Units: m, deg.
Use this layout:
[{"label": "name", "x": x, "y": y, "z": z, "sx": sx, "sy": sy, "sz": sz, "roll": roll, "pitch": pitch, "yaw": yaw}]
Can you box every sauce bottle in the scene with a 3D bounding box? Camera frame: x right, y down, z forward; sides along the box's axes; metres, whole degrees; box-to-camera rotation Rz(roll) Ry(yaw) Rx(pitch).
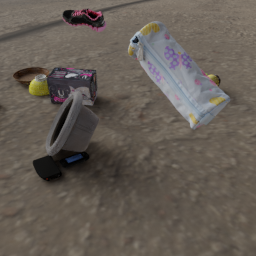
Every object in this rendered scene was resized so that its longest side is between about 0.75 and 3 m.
[{"label": "sauce bottle", "x": 3.487, "y": -1.936, "z": 13.263, "sx": 2.316, "sy": 0.749, "sz": 0.749, "roll": -26, "pitch": 42, "yaw": -36}]

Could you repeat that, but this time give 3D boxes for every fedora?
[{"label": "fedora", "x": -1.796, "y": 0.005, "z": 9.541, "sx": 1.190, "sy": 2.331, "sz": 2.636, "roll": 26, "pitch": -17, "yaw": -21}]

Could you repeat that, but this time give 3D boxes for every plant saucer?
[{"label": "plant saucer", "x": -5.102, "y": -2.739, "z": 14.857, "sx": 1.880, "sy": 0.344, "sz": 1.880, "roll": 0, "pitch": 34, "yaw": 0}]

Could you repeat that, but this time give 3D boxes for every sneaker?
[{"label": "sneaker", "x": -1.321, "y": -3.348, "z": 8.336, "sx": 1.378, "sy": 0.657, "sz": 0.544, "roll": 13, "pitch": 73, "yaw": 4}]

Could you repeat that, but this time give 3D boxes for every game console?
[{"label": "game console", "x": -2.139, "y": 1.115, "z": 9.160, "sx": 1.742, "sy": 0.210, "sz": 1.028, "roll": -19, "pitch": 38, "yaw": -27}]

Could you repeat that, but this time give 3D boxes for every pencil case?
[{"label": "pencil case", "x": 1.267, "y": -1.374, "z": 7.264, "sx": 2.945, "sy": 1.224, "sz": 1.336, "roll": 51, "pitch": 15, "yaw": 10}]

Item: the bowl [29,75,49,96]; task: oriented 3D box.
[{"label": "bowl", "x": -4.214, "y": -2.178, "z": 13.687, "sx": 1.306, "sy": 0.703, "sz": 1.306, "roll": -1, "pitch": 33, "yaw": 0}]

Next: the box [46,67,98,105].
[{"label": "box", "x": -2.473, "y": -1.861, "z": 12.645, "sx": 1.988, "sy": 1.314, "sz": 1.141, "roll": 5, "pitch": 38, "yaw": 7}]
